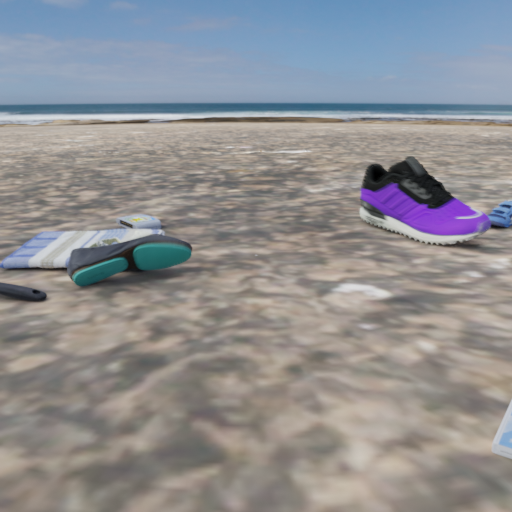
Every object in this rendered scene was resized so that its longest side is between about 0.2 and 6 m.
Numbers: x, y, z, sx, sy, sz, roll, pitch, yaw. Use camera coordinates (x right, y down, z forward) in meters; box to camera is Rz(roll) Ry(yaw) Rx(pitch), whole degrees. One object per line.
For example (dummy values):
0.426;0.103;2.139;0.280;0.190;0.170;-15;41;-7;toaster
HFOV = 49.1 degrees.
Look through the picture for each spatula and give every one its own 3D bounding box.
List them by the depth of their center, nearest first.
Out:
-4.355;0.486;8.537;2.513;0.258;0.710;4;19;12;spatula

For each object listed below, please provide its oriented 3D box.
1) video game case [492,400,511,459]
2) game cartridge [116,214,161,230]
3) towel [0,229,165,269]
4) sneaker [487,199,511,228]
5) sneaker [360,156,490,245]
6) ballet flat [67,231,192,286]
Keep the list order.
2.831;1.608;5.047;1.096;0.133;1.204;11;20;32;video game case
-2.640;-0.755;12.740;0.704;0.214;1.056;-9;19;-38;game cartridge
-3.097;-0.106;10.429;2.580;0.307;1.895;-1;19;3;towel
5.721;-0.998;12.844;1.441;0.593;0.533;-14;24;-35;sneaker
3.380;-1.273;11.763;1.084;1.550;3.117;-23;29;-34;sneaker
-2.085;-0.079;9.184;2.017;0.737;0.737;-14;20;-14;ballet flat
